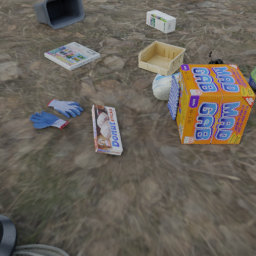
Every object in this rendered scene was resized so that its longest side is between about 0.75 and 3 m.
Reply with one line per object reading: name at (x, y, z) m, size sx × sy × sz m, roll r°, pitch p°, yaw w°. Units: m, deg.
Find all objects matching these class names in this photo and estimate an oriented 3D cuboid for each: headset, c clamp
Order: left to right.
c clamp at (-2.166, 3.011, 4.522) m, size 2.262 × 0.359 × 2.648 m, roll 13°, pitch 42°, yaw 15°
headset at (3.456, -2.597, 11.061) m, size 0.597 × 0.454 × 0.967 m, roll -12°, pitch 53°, yaw -15°

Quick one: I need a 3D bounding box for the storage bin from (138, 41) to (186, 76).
storage bin at (1.327, -2.751, 11.098) m, size 1.394 × 0.653 × 1.384 m, roll 24°, pitch 46°, yaw 25°

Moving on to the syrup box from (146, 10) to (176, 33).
syrup box at (1.663, -5.440, 14.268) m, size 0.655 × 0.633 × 1.608 m, roll -25°, pitch 46°, yaw -27°

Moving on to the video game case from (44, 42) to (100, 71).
video game case at (-2.345, -3.061, 11.803) m, size 1.765 × 0.209 × 1.607 m, roll 32°, pitch 50°, yaw 31°

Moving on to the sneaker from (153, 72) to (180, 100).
sneaker at (2.182, -1.449, 9.238) m, size 2.725 × 0.979 × 0.988 m, roll 1°, pitch 63°, yaw 3°

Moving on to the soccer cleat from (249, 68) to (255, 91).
soccer cleat at (5.160, -1.363, 9.176) m, size 2.392 × 1.001 × 0.773 m, roll 30°, pitch 49°, yaw 31°

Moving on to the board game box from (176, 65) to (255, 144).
board game box at (2.291, -0.682, 7.883) m, size 1.624 × 1.624 × 1.625 m, roll 0°, pitch 40°, yaw 0°

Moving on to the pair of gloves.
pair of gloves at (-2.228, -0.418, 8.717) m, size 1.266 × 0.179 × 1.575 m, roll 16°, pitch 42°, yaw 21°

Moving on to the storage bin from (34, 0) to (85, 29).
storage bin at (-3.745, -6.310, 14.709) m, size 1.542 × 1.671 × 2.296 m, roll 20°, pitch 43°, yaw 37°

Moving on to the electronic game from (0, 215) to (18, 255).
electronic game at (-2.992, 2.332, 5.085) m, size 1.943 × 0.404 × 1.943 m, roll -9°, pitch 29°, yaw 5°

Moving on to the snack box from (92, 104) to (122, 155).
snack box at (-0.628, 0.001, 8.011) m, size 0.693 × 0.235 × 1.929 m, roll 10°, pitch 36°, yaw -19°

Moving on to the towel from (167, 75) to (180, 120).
towel at (1.380, -0.921, 8.526) m, size 0.139 × 1.162 × 0.841 m, roll -3°, pitch 39°, yaw -3°
